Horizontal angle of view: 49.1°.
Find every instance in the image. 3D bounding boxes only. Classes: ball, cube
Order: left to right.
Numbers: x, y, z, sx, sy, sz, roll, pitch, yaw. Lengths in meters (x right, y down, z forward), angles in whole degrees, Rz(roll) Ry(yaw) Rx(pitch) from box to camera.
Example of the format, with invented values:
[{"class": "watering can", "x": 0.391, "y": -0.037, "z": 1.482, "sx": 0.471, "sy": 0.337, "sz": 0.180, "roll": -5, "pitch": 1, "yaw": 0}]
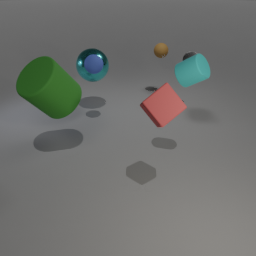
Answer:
[{"class": "ball", "x": -1.515, "y": -2.679, "z": 11.967, "sx": 1.400, "sy": 1.400, "sz": 1.400, "roll": 0, "pitch": 28, "yaw": 0}, {"class": "ball", "x": -1.262, "y": -2.352, "z": 10.335, "sx": 0.700, "sy": 0.700, "sz": 0.700, "roll": 0, "pitch": 28, "yaw": 0}, {"class": "ball", "x": 1.585, "y": -3.721, "z": 13.442, "sx": 0.700, "sy": 0.700, "sz": 0.700, "roll": 0, "pitch": 28, "yaw": 0}, {"class": "cube", "x": 0.766, "y": -0.492, "z": 6.294, "sx": 0.700, "sy": 0.700, "sz": 0.700, "roll": -39, "pitch": 1, "yaw": -2}]

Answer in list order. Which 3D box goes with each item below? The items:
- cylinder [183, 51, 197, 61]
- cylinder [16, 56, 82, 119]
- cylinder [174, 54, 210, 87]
[{"class": "cylinder", "x": 2.662, "y": -2.779, "z": 11.811, "sx": 0.700, "sy": 0.700, "sz": 0.700, "roll": 7, "pitch": -3, "yaw": 12}, {"class": "cylinder", "x": -2.351, "y": -1.188, "z": 8.459, "sx": 1.400, "sy": 1.400, "sz": 1.400, "roll": -12, "pitch": 60, "yaw": 22}, {"class": "cylinder", "x": 1.735, "y": -1.541, "z": 7.549, "sx": 0.700, "sy": 0.700, "sz": 0.700, "roll": -20, "pitch": 11, "yaw": 42}]
